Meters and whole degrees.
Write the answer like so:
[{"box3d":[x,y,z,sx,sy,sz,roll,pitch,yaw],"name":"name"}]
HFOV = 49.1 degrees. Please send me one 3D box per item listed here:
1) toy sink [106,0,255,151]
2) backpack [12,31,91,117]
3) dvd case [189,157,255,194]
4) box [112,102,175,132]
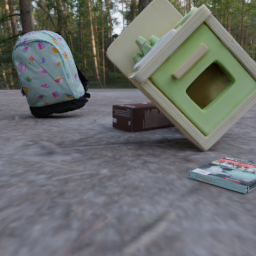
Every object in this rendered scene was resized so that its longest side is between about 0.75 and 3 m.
[{"box3d":[1.112,-1.242,5.779,1.853,2.843,1.593,-45,9,5],"name":"toy sink"},{"box3d":[-2.825,-1.991,10.116,2.479,2.970,1.880,-13,24,-1],"name":"backpack"},{"box3d":[1.569,0.645,4.104,1.153,0.127,0.842,-8,12,-44],"name":"dvd case"},{"box3d":[0.595,-0.377,8.360,1.968,0.737,0.985,-10,14,-36],"name":"box"}]
